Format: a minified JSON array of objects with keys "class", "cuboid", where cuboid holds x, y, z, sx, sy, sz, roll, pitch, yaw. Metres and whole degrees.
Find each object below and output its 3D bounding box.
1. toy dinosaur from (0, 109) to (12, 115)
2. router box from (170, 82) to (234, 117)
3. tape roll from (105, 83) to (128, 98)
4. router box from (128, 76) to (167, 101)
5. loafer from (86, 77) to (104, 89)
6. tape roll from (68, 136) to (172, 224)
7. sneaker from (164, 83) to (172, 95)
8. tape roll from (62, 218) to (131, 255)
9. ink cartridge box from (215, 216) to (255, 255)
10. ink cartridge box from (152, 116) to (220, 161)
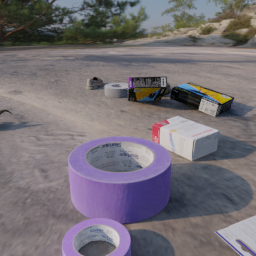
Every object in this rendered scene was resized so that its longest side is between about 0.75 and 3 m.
[{"class":"toy dinosaur","cuboid":[-5.281,-0.253,9.968,2.184,0.841,1.117,4,34,-8]},{"class":"router box","cuboid":[3.240,-1.321,12.303,2.246,0.573,1.675,28,32,32]},{"class":"tape roll","cuboid":[-0.478,-1.980,14.632,1.488,0.492,1.488,-1,21,0]},{"class":"router box","cuboid":[0.801,-1.715,12.535,1.617,0.554,2.168,-1,-8,-1]},{"class":"loafer","cuboid":[-1.907,-2.754,16.506,0.694,0.607,1.931,5,21,13]},{"class":"tape roll","cuboid":[-0.170,1.006,6.133,2.197,0.934,2.197,1,21,0]},{"class":"sneaker","cuboid":[1.247,-1.944,14.415,2.166,0.816,0.858,11,36,43]},{"class":"tape roll","cuboid":[-0.495,1.934,4.496,1.079,0.354,1.079,0,20,0]},{"class":"ink cartridge box","cuboid":[2.602,1.847,4.687,2.154,0.399,1.020,-7,22,-25]},{"class":"ink cartridge box","cuboid":[1.691,0.263,8.409,1.202,0.698,1.629,-15,28,-35]}]
